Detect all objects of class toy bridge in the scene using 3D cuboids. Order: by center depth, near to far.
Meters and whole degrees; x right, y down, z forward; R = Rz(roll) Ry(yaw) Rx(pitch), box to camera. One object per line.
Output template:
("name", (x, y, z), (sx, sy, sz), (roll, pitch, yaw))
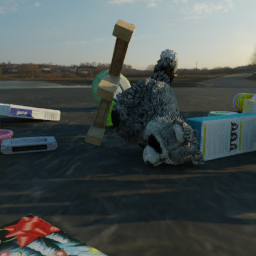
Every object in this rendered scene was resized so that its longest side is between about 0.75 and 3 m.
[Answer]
("toy bridge", (-0.423, -0.955, 6.367), (0.400, 2.937, 0.987), (18, 33, -2))

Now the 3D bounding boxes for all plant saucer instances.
("plant saucer", (-3.511, 0.264, 7.120), (1.106, 0.280, 1.106), (-1, 11, 0))

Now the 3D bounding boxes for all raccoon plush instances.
("raccoon plush", (0.886, -0.570, 5.748), (1.946, 2.905, 1.406), (10, -13, 45))

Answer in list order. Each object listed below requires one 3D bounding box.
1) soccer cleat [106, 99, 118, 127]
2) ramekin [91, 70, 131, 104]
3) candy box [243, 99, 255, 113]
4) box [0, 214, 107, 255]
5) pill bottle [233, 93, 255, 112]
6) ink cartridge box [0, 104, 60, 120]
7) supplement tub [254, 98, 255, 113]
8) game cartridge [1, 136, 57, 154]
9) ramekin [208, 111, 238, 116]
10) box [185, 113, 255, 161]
("soccer cleat", (0.063, -0.379, 9.427), (1.136, 0.946, 2.803), (15, -2, -44))
("ramekin", (-0.851, -2.048, 15.154), (2.081, 2.081, 1.017), (-4, 18, -21))
("candy box", (5.450, -0.593, 10.404), (1.615, 0.774, 2.798), (3, 10, 8))
("box", (-0.966, 1.255, 0.923), (1.815, 0.529, 2.650), (8, 13, 37))
("pill bottle", (5.863, -1.162, 13.236), (0.906, 0.906, 1.737), (-3, 10, -17))
("ink cartridge box", (-4.104, -0.634, 10.810), (2.112, 0.429, 2.108), (9, 3, 40))
("supplement tub", (4.762, -0.648, 6.857), (2.979, 2.159, 2.159), (5, 12, 25))
("game cartridge", (-2.329, 0.388, 6.629), (1.203, 0.250, 0.801), (-4, 7, -19))
("ramekin", (3.164, -0.257, 9.315), (1.057, 0.516, 1.057), (0, 10, 0))
("box", (2.183, 0.144, 6.193), (2.046, 0.842, 0.503), (-6, 12, -30))
